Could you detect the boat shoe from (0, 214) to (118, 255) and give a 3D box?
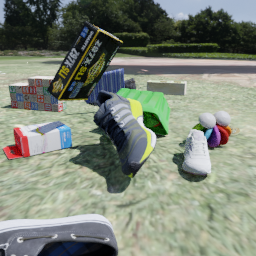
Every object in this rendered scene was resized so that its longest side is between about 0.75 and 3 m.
[{"bbox_3d":[-1.078,1.549,3.316,2.054,0.718,0.680,1,14,-24],"label":"boat shoe"}]

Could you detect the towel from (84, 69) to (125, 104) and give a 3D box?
[{"bbox_3d":[-0.940,-1.613,10.793,1.662,1.203,0.198,-15,44,-14],"label":"towel"}]

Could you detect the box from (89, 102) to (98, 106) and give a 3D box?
[{"bbox_3d":[-1.273,-1.212,12.837,0.870,0.189,0.697,-13,22,-36],"label":"box"}]

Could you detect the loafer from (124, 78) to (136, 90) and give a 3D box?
[{"bbox_3d":[-0.668,-2.392,15.437,2.448,0.885,0.891,5,19,19],"label":"loafer"}]

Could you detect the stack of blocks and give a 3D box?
[{"bbox_3d":[-3.785,-1.467,11.728,2.327,1.340,0.681,5,18,17],"label":"stack of blocks"}]

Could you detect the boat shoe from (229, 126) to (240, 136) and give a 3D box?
[{"bbox_3d":[3.031,0.067,8.560,0.966,0.304,0.352,-5,18,-17],"label":"boat shoe"}]

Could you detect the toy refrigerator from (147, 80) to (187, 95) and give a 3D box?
[{"bbox_3d":[2.099,-2.239,15.227,2.065,0.722,0.784,6,18,17],"label":"toy refrigerator"}]

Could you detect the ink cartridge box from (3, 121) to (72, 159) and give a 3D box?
[{"bbox_3d":[-2.427,0.284,7.448,1.623,0.546,0.943,-12,20,-31],"label":"ink cartridge box"}]

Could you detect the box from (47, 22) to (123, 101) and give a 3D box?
[{"bbox_3d":[-1.040,-1.585,7.081,0.471,1.909,1.524,39,16,13],"label":"box"}]

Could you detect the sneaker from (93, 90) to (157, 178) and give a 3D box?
[{"bbox_3d":[-0.215,0.030,6.210,1.123,1.025,2.774,25,21,-23],"label":"sneaker"}]

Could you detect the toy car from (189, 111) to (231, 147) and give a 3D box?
[{"bbox_3d":[2.309,0.129,7.664,1.145,1.002,0.859,-7,55,-23],"label":"toy car"}]

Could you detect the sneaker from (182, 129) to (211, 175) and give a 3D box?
[{"bbox_3d":[1.519,0.518,6.339,0.587,0.781,1.569,2,19,3],"label":"sneaker"}]

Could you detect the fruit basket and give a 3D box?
[{"bbox_3d":[0.147,-0.206,8.380,2.036,1.469,2.036,-13,53,19],"label":"fruit basket"}]
